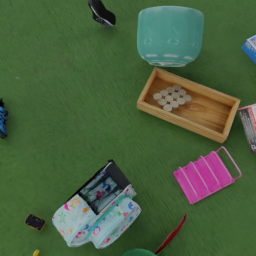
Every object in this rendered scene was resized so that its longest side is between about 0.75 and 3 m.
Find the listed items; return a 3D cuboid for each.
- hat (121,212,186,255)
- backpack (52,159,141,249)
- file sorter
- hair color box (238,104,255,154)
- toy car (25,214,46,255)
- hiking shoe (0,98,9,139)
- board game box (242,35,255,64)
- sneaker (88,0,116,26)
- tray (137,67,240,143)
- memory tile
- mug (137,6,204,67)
[{"bbox_3d":[0.926,3.789,7.567,2.131,1.876,1.765,-44,68,26],"label":"hat"},{"bbox_3d":[-0.763,2.163,7.292,2.171,1.928,1.635,-36,68,-8],"label":"backpack"},{"bbox_3d":[2.290,1.341,8.108,1.519,0.953,1.056,-25,70,-9],"label":"file sorter"},{"bbox_3d":[4.991,-0.276,8.560,2.742,0.876,1.521,-17,90,-5],"label":"hair color box"},{"bbox_3d":[-2.668,2.985,7.778,0.545,0.370,1.110,15,66,-17],"label":"toy car"},{"bbox_3d":[-4.115,-0.332,8.978,0.625,0.537,1.443,-27,71,-9],"label":"hiking shoe"},{"bbox_3d":[5.344,-2.724,9.928,1.741,0.497,1.778,-28,71,-11],"label":"board game box"},{"bbox_3d":[-1.076,-4.025,9.923,0.654,1.493,0.565,2,80,29],"label":"sneaker"},{"bbox_3d":[1.941,-0.767,9.157,2.970,0.550,1.465,24,70,8],"label":"tray"},{"bbox_3d":[1.454,-0.998,9.180,1.100,0.092,0.843,-27,61,-21],"label":"memory tile"},{"bbox_3d":[1.501,-2.759,8.910,2.463,2.024,1.523,2,97,-14],"label":"mug"}]
